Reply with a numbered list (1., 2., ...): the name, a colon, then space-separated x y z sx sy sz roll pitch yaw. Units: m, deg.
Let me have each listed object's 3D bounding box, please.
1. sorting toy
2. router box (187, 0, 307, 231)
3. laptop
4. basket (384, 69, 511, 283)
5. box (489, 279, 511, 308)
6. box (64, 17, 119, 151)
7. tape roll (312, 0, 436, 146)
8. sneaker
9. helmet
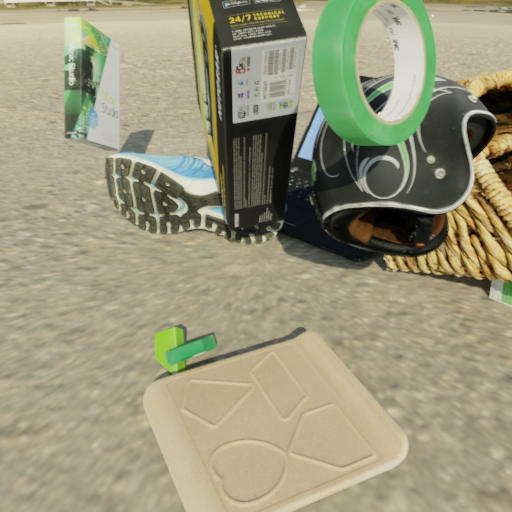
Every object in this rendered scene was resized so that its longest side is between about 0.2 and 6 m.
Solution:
1. sorting toy: -0.076 1.449 5.779 2.033 0.405 2.750 -17 35 -20
2. router box: -0.235 -2.216 6.850 0.841 3.219 2.531 -11 63 -7
3. laptop: 1.616 -1.925 10.403 3.511 2.046 3.962 23 35 37
4. basket: 3.811 -1.324 7.921 3.705 2.644 2.760 -19 15 -34
5. box: 3.528 0.388 7.714 0.454 0.452 0.389 -20 31 -31
6. box: -2.822 -2.905 9.737 0.358 1.972 1.423 0 3 12
7. tape roll: 0.819 -1.283 3.772 1.068 1.068 0.257 -24 24 -38
8. sneaker: -1.033 -1.149 9.765 3.328 1.304 1.497 14 35 9
9. helmet: 1.475 -1.002 5.735 1.790 1.790 1.707 7 72 13
